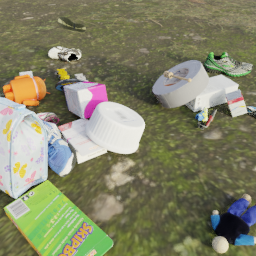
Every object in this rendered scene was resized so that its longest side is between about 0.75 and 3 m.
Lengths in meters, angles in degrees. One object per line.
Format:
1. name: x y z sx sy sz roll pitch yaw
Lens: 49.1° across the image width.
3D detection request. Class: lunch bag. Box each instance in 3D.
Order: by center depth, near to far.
1. lunch bag: -3.601 0.356 8.391 2.234 2.635 1.675 17 27 24

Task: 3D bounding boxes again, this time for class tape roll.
1. tape roll: 2.271 -1.937 12.247 2.378 0.786 2.378 -29 27 16

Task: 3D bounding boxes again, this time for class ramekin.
1. ramekin: -0.392 -0.086 9.882 2.034 0.991 2.034 21 24 -10

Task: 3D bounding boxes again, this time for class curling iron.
1. curling iron: 3.340 -0.415 11.597 0.419 0.216 1.691 28 43 23

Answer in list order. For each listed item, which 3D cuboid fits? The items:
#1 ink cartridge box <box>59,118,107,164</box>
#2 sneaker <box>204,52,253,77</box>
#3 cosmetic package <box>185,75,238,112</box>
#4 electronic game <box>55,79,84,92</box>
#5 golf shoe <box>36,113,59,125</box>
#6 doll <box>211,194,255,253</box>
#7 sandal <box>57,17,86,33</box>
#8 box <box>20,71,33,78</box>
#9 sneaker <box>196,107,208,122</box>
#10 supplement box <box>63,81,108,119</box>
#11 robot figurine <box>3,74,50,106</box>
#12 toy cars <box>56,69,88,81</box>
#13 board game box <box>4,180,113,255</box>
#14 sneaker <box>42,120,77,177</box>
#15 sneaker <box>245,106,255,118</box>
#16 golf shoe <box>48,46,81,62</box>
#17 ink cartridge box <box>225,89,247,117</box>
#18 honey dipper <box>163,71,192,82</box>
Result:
1. ink cartridge box: -1.545 0.505 9.965 1.173 0.680 2.013 -21 39 -26
2. sneaker: 5.402 -3.435 15.027 2.505 1.067 0.978 12 38 15
3. cosmetic package: 3.643 -1.605 12.694 2.336 0.832 1.185 -17 40 -19
4. electronic game: -2.550 -1.918 12.880 1.567 0.326 1.567 -6 -7 -1
5. golf shoe: -3.617 -0.217 11.075 1.655 0.601 0.762 -15 34 -34
6. doll: 2.874 2.545 7.350 1.964 0.476 1.340 -29 43 -33
7. sandal: -2.432 -4.343 12.010 1.262 0.501 0.360 14 -2 -28
8. box: -5.162 -2.528 14.317 0.617 0.431 0.810 -12 38 -16
9. sneaker: 3.082 -0.590 11.752 0.473 0.341 0.900 5 37 7
10. supplement box: -1.726 -1.199 11.343 1.123 1.147 2.220 -16 17 -22
11. robot figurine: -4.548 -1.680 12.611 1.913 1.116 1.376 -16 34 -25
12. toy cars: -2.859 -2.520 14.322 2.086 0.462 0.935 18 37 17
13. board game box: -1.861 2.600 7.328 2.999 0.450 1.432 27 46 37
14. sneaker: -2.618 0.610 9.202 1.061 1.043 2.754 30 8 -47
15. sneaker: 5.486 -0.682 11.830 0.475 0.414 1.057 -23 42 -32
16. golf shoe: -3.772 -4.330 16.506 2.006 0.780 0.948 -3 36 -2
17. ink cartridge box: 4.548 -1.032 11.778 0.633 0.875 0.636 -19 31 20
18. honey dipper: 1.402 -1.437 7.948 0.191 0.191 1.005 -23 32 -28
